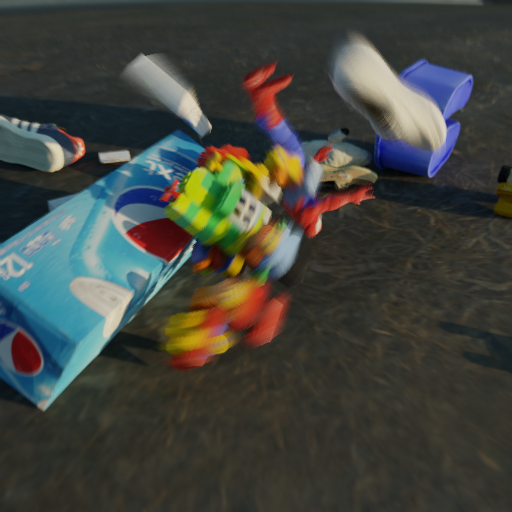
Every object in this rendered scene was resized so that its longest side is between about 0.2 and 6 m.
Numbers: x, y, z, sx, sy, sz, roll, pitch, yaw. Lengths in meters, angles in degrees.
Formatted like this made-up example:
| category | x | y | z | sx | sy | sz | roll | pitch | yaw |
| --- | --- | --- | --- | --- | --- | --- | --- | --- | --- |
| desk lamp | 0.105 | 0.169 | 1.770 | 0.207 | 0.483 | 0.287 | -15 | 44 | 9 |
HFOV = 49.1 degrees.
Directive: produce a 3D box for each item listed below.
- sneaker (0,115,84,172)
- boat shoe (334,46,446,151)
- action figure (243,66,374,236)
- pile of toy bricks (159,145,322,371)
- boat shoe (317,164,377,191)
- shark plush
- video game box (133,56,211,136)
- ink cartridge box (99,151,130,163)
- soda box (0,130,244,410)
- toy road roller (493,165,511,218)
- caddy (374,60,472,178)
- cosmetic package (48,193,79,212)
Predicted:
| category | x | y | z | sx | sy | sz | roll | pitch | yaw |
| --- | --- | --- | --- | --- | --- | --- | --- | --- | --- |
| sneaker | -5.611 | -2.915 | 14.113 | 3.033 | 1.137 | 1.282 | 25 | 35 | 23 |
| boat shoe | 2.317 | -2.460 | 9.719 | 0.930 | 2.623 | 0.916 | -9 | 55 | 51 |
| action figure | 0.991 | -1.755 | 9.680 | 1.570 | 3.171 | 1.035 | -23 | 38 | -7 |
| pile of toy bricks | -0.477 | -0.475 | 7.705 | 2.061 | 1.834 | 3.714 | -27 | 34 | 48 |
| boat shoe | 1.890 | -1.704 | 12.600 | 1.614 | 0.521 | 0.575 | 6 | -13 | 9 |
| shark plush | 1.477 | -2.323 | 13.759 | 2.574 | 1.169 | 1.072 | -7 | 4 | 29 |
| video game box | -1.370 | -2.625 | 9.261 | 0.279 | 1.085 | 1.191 | -46 | 69 | -3 |
| ink cartridge box | -3.568 | -2.443 | 14.129 | 0.738 | 0.161 | 0.640 | -8 | 32 | -14 |
| soda box | -1.993 | -0.134 | 8.337 | 1.534 | 1.621 | 4.780 | 37 | 37 | -1 |
| toy road roller | 5.398 | -1.211 | 11.638 | 0.828 | 0.983 | 1.347 | 23 | 1 | 33 |
| caddy | 3.855 | -3.317 | 13.501 | 1.762 | 2.373 | 3.357 | 23 | 36 | 23 |
| cosmetic package | -2.900 | -0.799 | 10.767 | 1.815 | 0.770 | 0.976 | -19 | 38 | -31 |
